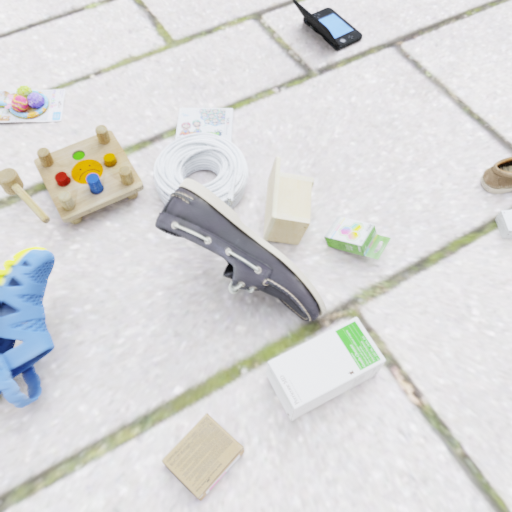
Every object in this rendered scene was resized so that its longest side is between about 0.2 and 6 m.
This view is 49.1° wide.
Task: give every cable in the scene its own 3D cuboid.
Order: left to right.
[{"bbox_3d":[-1.126,-1.666,11.595,1.947,0.674,1.947,18,60,13],"label":"cable"}]

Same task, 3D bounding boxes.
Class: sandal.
[{"bbox_3d":[-3.803,1.272,9.114,1.254,1.144,2.879,20,93,9],"label":"sandal"}]

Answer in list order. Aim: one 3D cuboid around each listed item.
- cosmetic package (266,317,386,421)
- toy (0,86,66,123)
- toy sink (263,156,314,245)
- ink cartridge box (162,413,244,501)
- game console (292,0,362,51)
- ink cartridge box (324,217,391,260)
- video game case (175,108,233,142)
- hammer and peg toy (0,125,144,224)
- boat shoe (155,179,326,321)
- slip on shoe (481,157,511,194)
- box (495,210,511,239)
[{"bbox_3d":[1.134,1.883,9.360,1.751,0.743,0.942,-25,63,-16],"label":"cosmetic package"},{"bbox_3d":[-5.452,-3.581,12.912,1.899,0.448,1.093,-4,59,-3],"label":"toy"},{"bbox_3d":[0.646,-1.078,10.955,0.800,0.930,1.427,8,63,-7],"label":"toy sink"},{"bbox_3d":[-0.823,3.146,8.787,0.838,0.382,1.017,39,66,20],"label":"ink cartridge box"},{"bbox_3d":[1.819,-5.982,14.148,1.310,0.867,1.489,-29,63,-17],"label":"game console"},{"bbox_3d":[1.941,-0.356,10.764,1.105,0.328,0.574,17,60,35],"label":"ink cartridge box"},{"bbox_3d":[-1.164,-2.908,12.668,1.254,0.149,1.142,1,58,1],"label":"video game case"},{"bbox_3d":[-3.734,-1.470,11.365,2.495,0.880,1.835,-27,64,-16],"label":"hammer and peg toy"},{"bbox_3d":[-0.276,0.154,9.804,3.410,1.239,1.070,42,75,-8],"label":"boat shoe"},{"bbox_3d":[5.760,-1.844,11.726,2.069,0.627,0.787,-10,59,-6],"label":"slip on shoe"},{"bbox_3d":[5.125,-0.633,11.154,0.503,0.331,0.506,-4,58,-2],"label":"box"}]
